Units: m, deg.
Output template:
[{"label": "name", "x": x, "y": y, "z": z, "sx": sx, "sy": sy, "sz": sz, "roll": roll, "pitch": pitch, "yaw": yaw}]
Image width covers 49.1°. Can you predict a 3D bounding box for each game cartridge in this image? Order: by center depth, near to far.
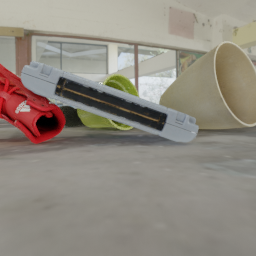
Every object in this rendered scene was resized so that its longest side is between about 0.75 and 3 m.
[{"label": "game cartridge", "x": -0.296, "y": -0.463, "z": 5.148, "sx": 2.832, "sy": 0.588, "sz": 1.886, "roll": 19, "pitch": 1, "yaw": -5}]

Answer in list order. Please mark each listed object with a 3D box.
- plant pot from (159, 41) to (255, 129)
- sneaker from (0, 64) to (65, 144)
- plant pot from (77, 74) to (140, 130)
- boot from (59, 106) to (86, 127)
[{"label": "plant pot", "x": 2.040, "y": -0.847, "z": 7.665, "sx": 2.168, "sy": 2.168, "sz": 2.314, "roll": -3, "pitch": -10, "yaw": -40}, {"label": "sneaker", "x": -2.123, "y": -0.680, "z": 4.464, "sx": 1.674, "sy": 1.135, "sz": 2.897, "roll": 25, "pitch": -2, "yaw": 40}, {"label": "plant pot", "x": -0.646, "y": -0.601, "z": 7.938, "sx": 1.405, "sy": 1.528, "sz": 1.528, "roll": -11, "pitch": -4, "yaw": 42}, {"label": "boot", "x": -2.328, "y": -0.392, "z": 9.098, "sx": 1.833, "sy": 0.665, "sz": 1.667, "roll": 10, "pitch": -5, "yaw": 30}]
